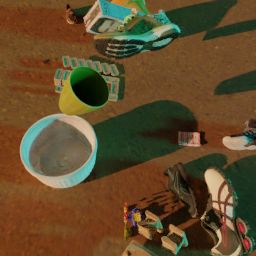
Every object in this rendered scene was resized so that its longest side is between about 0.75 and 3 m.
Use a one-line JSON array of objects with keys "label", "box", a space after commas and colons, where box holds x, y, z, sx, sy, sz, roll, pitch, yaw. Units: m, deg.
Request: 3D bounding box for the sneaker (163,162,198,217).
[{"label": "sneaker", "box": [1.759, 2.084, 9.278, 0.764, 0.727, 1.928, -17, 49, 3]}]

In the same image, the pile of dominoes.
[{"label": "pile of dominoes", "box": [-1.764, -2.113, 12.361, 2.790, 0.444, 2.175, 9, 55, -4]}]

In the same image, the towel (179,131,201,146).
[{"label": "towel", "box": [2.342, 0.399, 10.668, 0.818, 0.122, 0.598, 4, 55, 3]}]

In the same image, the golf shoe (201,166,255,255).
[{"label": "golf shoe", "box": [2.803, 2.507, 8.700, 1.242, 1.088, 2.819, -12, 56, 0]}]

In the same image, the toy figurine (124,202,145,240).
[{"label": "toy figurine", "box": [0.227, 2.871, 8.743, 0.671, 0.591, 1.120, 3, 57, -5]}]

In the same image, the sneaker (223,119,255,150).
[{"label": "sneaker", "box": [4.368, 0.229, 10.463, 1.863, 0.703, 1.060, 2, 55, -6]}]

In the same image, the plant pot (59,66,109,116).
[{"label": "plant pot", "box": [-1.516, -0.948, 8.551, 1.332, 1.424, 1.332, 19, 58, -33]}]

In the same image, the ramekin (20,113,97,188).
[{"label": "ramekin", "box": [-2.258, 0.867, 9.633, 2.493, 1.309, 2.493, 0, 56, 0]}]

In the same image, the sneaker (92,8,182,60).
[{"label": "sneaker", "box": [0.149, -2.895, 8.311, 2.821, 1.085, 1.250, -17, 77, -25]}]

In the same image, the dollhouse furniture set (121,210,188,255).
[{"label": "dollhouse furniture set", "box": [0.965, 4.147, 7.609, 2.634, 1.714, 2.419, 19, 55, 38]}]

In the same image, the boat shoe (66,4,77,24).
[{"label": "boat shoe", "box": [-3.045, -6.065, 14.818, 0.507, 0.506, 1.405, -11, 57, -8]}]

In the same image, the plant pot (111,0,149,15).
[{"label": "plant pot", "box": [0.273, -5.121, 13.422, 2.069, 2.069, 1.894, -34, 77, -21]}]

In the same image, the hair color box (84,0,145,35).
[{"label": "hair color box", "box": [-0.433, -4.165, 11.062, 2.312, 1.144, 0.701, -1, 71, -39]}]
